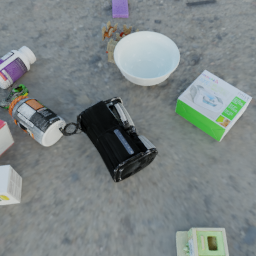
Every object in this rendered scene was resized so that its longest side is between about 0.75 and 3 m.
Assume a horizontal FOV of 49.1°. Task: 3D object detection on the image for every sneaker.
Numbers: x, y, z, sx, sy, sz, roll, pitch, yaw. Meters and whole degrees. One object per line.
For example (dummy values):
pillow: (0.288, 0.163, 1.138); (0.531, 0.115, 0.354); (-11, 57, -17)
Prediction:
sneaker: (-3.845, -1.075, 9.320); (0.422, 0.460, 1.080); (34, 66, 18)

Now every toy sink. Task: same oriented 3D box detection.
toy sink: (1.815, 2.894, 6.934); (1.135, 0.636, 0.740); (1, 60, 1)

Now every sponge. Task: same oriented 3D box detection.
sponge: (-0.330, -5.082, 11.786); (0.653, 0.175, 1.170); (-2, 60, -2)

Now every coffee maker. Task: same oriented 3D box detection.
coffee maker: (-0.511, 0.448, 8.058); (2.024, 1.419, 2.107); (-35, 63, 1)

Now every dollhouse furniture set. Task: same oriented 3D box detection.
dollhouse furniture set: (-0.280, -3.184, 10.500); (1.537, 0.792, 1.520); (19, 51, 10)

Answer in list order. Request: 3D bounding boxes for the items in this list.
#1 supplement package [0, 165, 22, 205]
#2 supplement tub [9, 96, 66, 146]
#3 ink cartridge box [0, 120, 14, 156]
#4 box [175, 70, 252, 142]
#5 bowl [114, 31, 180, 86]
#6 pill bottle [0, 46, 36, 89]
supplement package: (-3.396, 1.555, 7.493); (0.758, 0.998, 0.752); (-6, 60, -3)
supplement tub: (-2.785, -0.256, 8.536); (1.619, 0.992, 0.992); (35, 66, 19)
ink cartridge box: (-4.707, 0.272, 7.991); (2.175, 0.907, 1.579); (20, 49, 19)
box: (2.678, -0.726, 8.911); (1.747, 0.845, 1.542); (38, 69, 21)
bowl: (0.620, -2.215, 9.669); (2.191, 0.985, 2.191); (0, 60, 0)
pill bottle: (-3.981, -2.138, 9.699); (0.853, 0.853, 1.531); (34, 66, 18)
